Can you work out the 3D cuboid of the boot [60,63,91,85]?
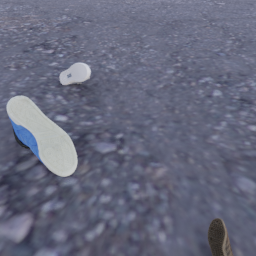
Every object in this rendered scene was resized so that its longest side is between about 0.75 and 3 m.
[{"bbox_3d":[-1.590,-1.855,9.575,0.789,0.635,1.747,-15,10,-40],"label":"boot"}]

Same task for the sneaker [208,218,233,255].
[{"bbox_3d":[1.448,1.852,4.325,0.302,0.323,0.856,-20,52,35],"label":"sneaker"}]

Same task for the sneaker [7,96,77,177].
[{"bbox_3d":[-1.969,0.302,6.479,2.091,1.163,0.803,47,65,3],"label":"sneaker"}]
